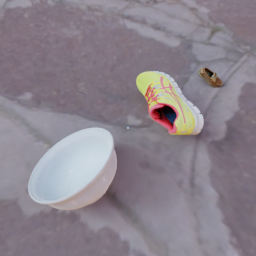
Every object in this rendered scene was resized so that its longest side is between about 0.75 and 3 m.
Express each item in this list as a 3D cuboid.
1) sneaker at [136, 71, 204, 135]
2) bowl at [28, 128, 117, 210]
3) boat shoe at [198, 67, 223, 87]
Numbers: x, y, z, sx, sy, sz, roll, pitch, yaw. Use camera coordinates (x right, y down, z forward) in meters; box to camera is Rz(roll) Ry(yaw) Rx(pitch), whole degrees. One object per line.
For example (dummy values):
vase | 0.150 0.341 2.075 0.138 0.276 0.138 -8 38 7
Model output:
sneaker | 0.871 -0.704 7.349 1.079 0.934 2.390 -15 49 -37
bowl | -1.089 1.081 6.512 2.204 0.990 2.204 -22 33 15
boat shoe | 2.470 -1.504 8.281 0.866 0.320 0.328 26 71 -17
